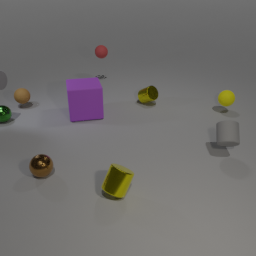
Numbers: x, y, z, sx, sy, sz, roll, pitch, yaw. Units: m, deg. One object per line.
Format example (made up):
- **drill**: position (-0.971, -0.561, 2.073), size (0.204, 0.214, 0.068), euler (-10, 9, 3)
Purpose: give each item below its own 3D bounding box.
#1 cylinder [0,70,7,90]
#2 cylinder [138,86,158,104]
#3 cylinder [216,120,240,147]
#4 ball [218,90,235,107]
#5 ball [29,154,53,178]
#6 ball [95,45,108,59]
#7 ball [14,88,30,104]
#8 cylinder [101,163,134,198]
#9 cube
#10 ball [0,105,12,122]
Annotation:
- **cylinder**: position (-4.924, -1.768, 10.234), size (0.700, 0.700, 0.700), euler (6, 29, 12)
- **cylinder**: position (0.930, -1.543, 12.974), size (0.700, 0.700, 0.700), euler (-25, 6, -37)
- **cylinder**: position (3.208, 0.189, 9.001), size (0.700, 0.700, 0.700), euler (3, 73, 5)
- **ball**: position (4.235, -1.276, 12.048), size (0.700, 0.700, 0.700), euler (0, 29, 0)
- **ball**: position (-2.595, 1.129, 8.390), size (0.700, 0.700, 0.700), euler (0, 29, 0)
- **ball**: position (-1.433, -4.094, 15.057), size (0.700, 0.700, 0.700), euler (0, 29, 0)
- **ball**: position (-4.745, -1.438, 12.561), size (0.700, 0.700, 0.700), euler (0, 29, 0)
- **cylinder**: position (-0.275, 1.419, 7.607), size (0.700, 0.700, 0.700), euler (23, 3, -1)
- **cube**: position (-1.842, -1.239, 11.905), size (1.400, 1.400, 1.400), euler (-6, 29, -12)
- **ball**: position (-5.126, -0.581, 11.432), size (0.700, 0.700, 0.700), euler (0, 29, 0)
